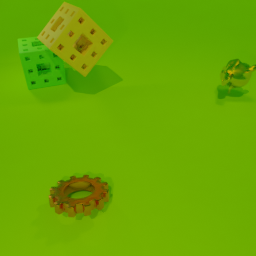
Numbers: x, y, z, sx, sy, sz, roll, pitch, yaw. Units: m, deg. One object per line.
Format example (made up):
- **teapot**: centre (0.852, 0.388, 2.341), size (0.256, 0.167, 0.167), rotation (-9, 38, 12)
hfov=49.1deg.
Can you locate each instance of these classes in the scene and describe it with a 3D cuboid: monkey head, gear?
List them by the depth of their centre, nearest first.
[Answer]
- **gear**: centre (-0.971, 1.327, 5.625), size (1.177, 0.218, 1.177), rotation (-1, 20, 0)
- **monkey head**: centre (3.256, -1.518, 8.469), size (0.850, 1.411, 1.015), rotation (33, 52, -5)

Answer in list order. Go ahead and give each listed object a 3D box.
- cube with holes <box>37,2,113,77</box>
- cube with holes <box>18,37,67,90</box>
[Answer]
- **cube with holes**: centre (-1.570, -2.613, 8.259), size (1.343, 1.343, 1.343), rotation (-51, 42, 4)
- **cube with holes**: centre (-2.938, -2.283, 9.612), size (1.291, 1.291, 1.291), rotation (-12, 40, -15)
